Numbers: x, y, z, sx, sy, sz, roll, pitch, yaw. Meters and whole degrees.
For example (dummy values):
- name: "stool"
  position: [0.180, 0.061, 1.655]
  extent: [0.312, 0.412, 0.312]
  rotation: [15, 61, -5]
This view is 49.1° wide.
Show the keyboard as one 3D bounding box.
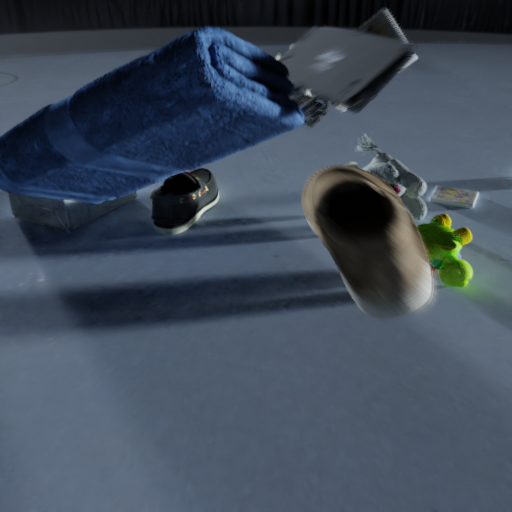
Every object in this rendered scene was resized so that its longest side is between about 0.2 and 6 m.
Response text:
- name: "keyboard"
  position: [1.201, -2.894, 9.290]
  extent: [1.794, 0.683, 3.447]
  rotation: [-40, 31, 4]

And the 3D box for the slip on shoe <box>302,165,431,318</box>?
- name: "slip on shoe"
  position: [1.247, -0.574, 7.156]
  extent: [1.262, 1.006, 3.320]
  rotation: [-19, 32, 8]

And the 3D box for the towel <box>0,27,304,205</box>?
- name: "towel"
  position: [-1.847, -1.958, 8.602]
  extent: [4.714, 1.144, 2.632]
  rotation: [-14, -8, 32]

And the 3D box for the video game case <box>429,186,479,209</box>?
- name: "video game case"
  position: [4.882, -1.462, 13.802]
  extent: [1.029, 0.118, 0.937]
  rotation: [14, 31, 23]

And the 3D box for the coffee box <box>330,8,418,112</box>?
- name: "coffee box"
  position: [2.230, -4.033, 11.703]
  extent: [1.879, 1.062, 0.750]
  rotation: [-34, -12, 24]

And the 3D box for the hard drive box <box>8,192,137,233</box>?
- name: "hard drive box"
  position: [-4.248, -1.528, 13.114]
  extent: [1.799, 0.887, 2.309]
  rotation: [15, 31, 24]

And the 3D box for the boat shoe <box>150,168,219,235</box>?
- name: "boat shoe"
  position: [-1.590, -1.518, 13.104]
  extent: [1.093, 0.936, 2.988]
  rotation: [5, 27, 13]

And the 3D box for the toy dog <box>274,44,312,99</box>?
- name: "toy dog"
  position: [0.984, -3.899, 12.308]
  extent: [0.885, 1.342, 0.646]
  rotation: [-40, 37, -25]

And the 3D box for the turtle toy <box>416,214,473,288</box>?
- name: "turtle toy"
  position: [3.355, -0.049, 10.396]
  extent: [1.215, 0.842, 1.667]
  rotation: [-19, 34, -11]

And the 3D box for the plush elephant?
- name: "plush elephant"
  position: [2.419, -1.369, 12.206]
  extent: [2.232, 1.728, 1.838]
  rotation: [50, 4, 16]
